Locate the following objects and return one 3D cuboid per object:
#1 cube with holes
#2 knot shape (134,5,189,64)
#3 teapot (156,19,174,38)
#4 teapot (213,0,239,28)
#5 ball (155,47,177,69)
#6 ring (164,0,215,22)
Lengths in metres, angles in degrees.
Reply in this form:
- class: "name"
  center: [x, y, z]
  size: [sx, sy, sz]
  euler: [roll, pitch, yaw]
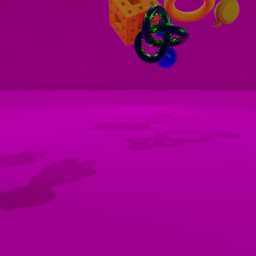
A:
- class: "cube with holes"
  center: [0.200, -3.892, 9.659]
  size: [1.256, 1.256, 1.256]
  euler: [-26, -23, -14]
- class: "knot shape"
  center: [0.694, -2.172, 6.849]
  size: [1.349, 1.262, 0.623]
  euler: [27, 33, -32]
- class: "teapot"
  center: [1.241, -3.800, 10.524]
  size: [1.124, 0.699, 0.550]
  euler: [30, -22, -1]
- class: "teapot"
  center: [2.818, -3.396, 8.058]
  size: [0.700, 1.126, 0.551]
  euler: [22, 17, -26]
- class: "ball"
  center: [1.633, -3.039, 12.040]
  size: [0.967, 0.967, 0.967]
  euler: [0, 8, 0]
- class: "ring"
  center: [1.753, -3.576, 8.034]
  size: [1.419, 0.284, 1.419]
  euler: [3, -19, 1]
